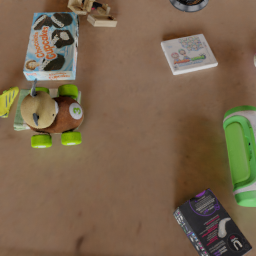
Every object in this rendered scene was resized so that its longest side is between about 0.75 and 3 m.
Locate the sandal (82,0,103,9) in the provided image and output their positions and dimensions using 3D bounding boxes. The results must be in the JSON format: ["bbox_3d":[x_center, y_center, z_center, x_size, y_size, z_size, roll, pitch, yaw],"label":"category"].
[{"bbox_3d":[-1.379,-4.857,11.095,1.056,0.238,0.396,24,70,-4],"label":"sandal"}]

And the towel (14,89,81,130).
[{"bbox_3d":[-2.516,-0.604,8.880,1.982,0.232,1.512,-1,63,1],"label":"towel"}]

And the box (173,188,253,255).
[{"bbox_3d":[2.009,2.497,6.897,1.005,0.872,1.644,-27,66,-13],"label":"box"}]

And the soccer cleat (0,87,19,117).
[{"bbox_3d":[-3.947,-0.670,8.846,0.651,0.503,1.557,42,62,-13],"label":"soccer cleat"}]

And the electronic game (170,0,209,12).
[{"bbox_3d":[2.444,-5.303,11.222,1.623,0.338,1.623,-1,70,1],"label":"electronic game"}]

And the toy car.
[{"bbox_3d":[-2.127,-0.488,7.466,1.670,2.116,1.738,-6,80,-2],"label":"toy car"}]

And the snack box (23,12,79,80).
[{"bbox_3d":[-2.632,-2.939,9.906,1.621,0.518,2.791,-2,63,-1],"label":"snack box"}]

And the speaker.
[{"bbox_3d":[3.303,0.729,7.666,1.161,1.161,2.625,2,63,1],"label":"speaker"}]

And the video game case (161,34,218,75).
[{"bbox_3d":[2.149,-2.638,9.935,1.608,0.190,1.464,-13,63,-6],"label":"video game case"}]

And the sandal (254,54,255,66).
[{"bbox_3d":[4.634,-2.423,9.760,0.608,0.367,1.494,32,53,-1],"label":"sandal"}]

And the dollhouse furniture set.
[{"bbox_3d":[-1.148,-4.559,10.148,1.323,1.133,1.391,-17,55,-42],"label":"dollhouse furniture set"}]
